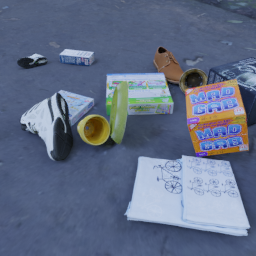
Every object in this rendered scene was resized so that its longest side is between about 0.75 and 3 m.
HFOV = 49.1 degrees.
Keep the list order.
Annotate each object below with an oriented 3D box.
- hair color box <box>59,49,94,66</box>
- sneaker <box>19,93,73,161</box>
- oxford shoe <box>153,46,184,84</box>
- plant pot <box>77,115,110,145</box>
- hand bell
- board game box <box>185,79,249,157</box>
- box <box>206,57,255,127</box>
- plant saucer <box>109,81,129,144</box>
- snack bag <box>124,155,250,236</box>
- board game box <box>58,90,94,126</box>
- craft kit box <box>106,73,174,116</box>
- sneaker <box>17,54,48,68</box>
[{"bbox_3d":[-2.611,-3.621,14.402,1.595,0.483,0.798,9,38,11],"label":"hair color box"},{"bbox_3d":[-2.778,0.135,9.367,1.569,1.029,2.727,-22,48,11],"label":"sneaker"},{"bbox_3d":[1.912,-2.975,13.150,1.028,1.027,2.883,-11,40,-16],"label":"oxford shoe"},{"bbox_3d":[-1.188,0.033,9.058,0.956,0.956,0.899,-22,16,-27],"label":"plant pot"},{"bbox_3d":[2.936,-2.298,12.532,1.178,1.178,2.263,7,25,9],"label":"hand bell"},{"bbox_3d":[2.578,-0.259,8.187,1.485,1.485,1.486,-10,45,19],"label":"board game box"},{"bbox_3d":[4.687,-1.482,10.829,2.371,1.469,2.330,-18,43,-22],"label":"box"},{"bbox_3d":[-0.335,-0.512,9.011,0.320,2.059,2.059,6,37,-10],"label":"plant saucer"},{"bbox_3d":[1.495,1.557,7.472,2.838,0.304,2.676,6,30,7],"label":"snack bag"},{"bbox_3d":[-2.406,-0.812,10.844,1.609,0.331,1.605,17,41,21],"label":"board game box"},{"bbox_3d":[0.394,-1.460,11.526,2.563,0.622,2.531,-1,35,-2],"label":"craft kit box"},{"bbox_3d":[-4.917,-3.410,14.202,1.476,0.557,0.849,-12,29,-28],"label":"sneaker"}]
